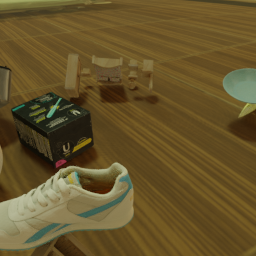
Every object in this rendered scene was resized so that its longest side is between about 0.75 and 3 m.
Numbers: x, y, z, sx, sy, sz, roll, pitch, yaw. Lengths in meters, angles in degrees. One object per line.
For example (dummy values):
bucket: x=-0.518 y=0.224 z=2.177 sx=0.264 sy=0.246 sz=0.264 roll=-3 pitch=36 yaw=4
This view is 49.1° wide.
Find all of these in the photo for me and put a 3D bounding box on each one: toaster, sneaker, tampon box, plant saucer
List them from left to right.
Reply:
toaster: x=-4.043 y=-1.117 z=7.440 sx=1.564 sy=1.026 sz=1.730 roll=-11 pitch=-13 yaw=40
tampon box: x=-1.864 y=-0.006 z=6.988 sx=1.649 sy=1.041 sz=1.236 roll=26 pitch=42 yaw=35
sneaker: x=-0.849 y=0.875 z=3.355 sx=1.853 sy=0.748 sz=0.709 roll=-9 pitch=29 yaw=-14
plant saucer: x=3.421 y=-1.090 z=7.755 sx=1.558 sy=0.300 sz=1.558 roll=-4 pitch=46 yaw=4

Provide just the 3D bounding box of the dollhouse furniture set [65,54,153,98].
dollhouse furniture set: x=-0.599 y=-1.619 z=9.779 sx=2.828 sy=1.252 sz=1.466 roll=3 pitch=-12 yaw=-1

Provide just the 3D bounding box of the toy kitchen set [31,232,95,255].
toy kitchen set: x=-0.369 y=1.980 z=3.063 sx=1.456 sy=1.313 sz=1.188 roll=-17 pitch=29 yaw=41

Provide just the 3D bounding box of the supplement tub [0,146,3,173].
supplement tub: x=-3.954 y=0.380 z=5.560 sx=2.582 sy=1.877 sz=1.877 roll=24 pitch=39 yaw=34

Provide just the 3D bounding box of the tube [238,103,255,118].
tube: x=3.760 y=-0.654 z=8.588 sx=0.333 sy=0.372 sz=1.283 roll=12 pitch=27 yaw=36
